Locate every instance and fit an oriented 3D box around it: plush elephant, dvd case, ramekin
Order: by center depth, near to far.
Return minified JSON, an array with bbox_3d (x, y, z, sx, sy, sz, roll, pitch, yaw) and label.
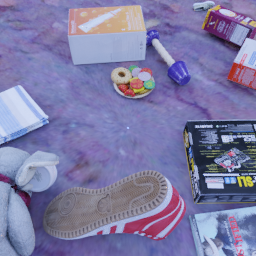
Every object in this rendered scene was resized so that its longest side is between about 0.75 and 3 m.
[{"bbox_3d":[-2.527,1.327,5.456,2.237,2.717,2.103,12,35,14],"label":"plush elephant"},{"bbox_3d":[2.284,2.330,5.767,1.784,0.196,1.303,-7,54,1],"label":"dvd case"},{"bbox_3d":[-2.034,1.071,6.333,0.802,0.802,0.373,-1,9,-7],"label":"ramekin"}]

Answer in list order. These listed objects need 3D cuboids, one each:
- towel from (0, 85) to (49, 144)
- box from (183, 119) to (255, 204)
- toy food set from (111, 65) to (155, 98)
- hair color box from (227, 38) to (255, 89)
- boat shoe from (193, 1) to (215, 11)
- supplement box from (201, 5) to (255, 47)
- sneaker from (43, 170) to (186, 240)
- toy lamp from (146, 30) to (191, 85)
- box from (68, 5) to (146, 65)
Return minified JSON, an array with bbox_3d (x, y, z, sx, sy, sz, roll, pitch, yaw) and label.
[{"bbox_3d":[-3.594,-0.245,7.456,2.431,0.289,1.786,-28,58,-28],"label":"towel"},{"bbox_3d":[2.730,0.751,6.724,2.538,0.626,2.027,-1,56,-1],"label":"box"},{"bbox_3d":[0.193,-1.420,8.481,1.274,0.313,1.287,-15,55,-11],"label":"toy food set"},{"bbox_3d":[4.436,-1.695,8.404,2.427,0.776,1.346,25,57,16],"label":"hair color box"},{"bbox_3d":[2.966,-4.737,10.955,0.830,0.299,0.258,-6,69,7],"label":"boat shoe"},{"bbox_3d":[3.526,-3.505,9.612,1.653,0.708,0.912,33,47,20],"label":"supplement box"},{"bbox_3d":[-0.235,1.816,5.866,2.944,1.655,1.049,-19,53,23],"label":"sneaker"},{"bbox_3d":[1.226,-2.244,8.879,0.671,0.671,2.307,-21,57,-15],"label":"toy lamp"},{"bbox_3d":[-0.677,-3.039,9.136,2.362,1.151,1.469,-5,54,-4],"label":"box"}]
